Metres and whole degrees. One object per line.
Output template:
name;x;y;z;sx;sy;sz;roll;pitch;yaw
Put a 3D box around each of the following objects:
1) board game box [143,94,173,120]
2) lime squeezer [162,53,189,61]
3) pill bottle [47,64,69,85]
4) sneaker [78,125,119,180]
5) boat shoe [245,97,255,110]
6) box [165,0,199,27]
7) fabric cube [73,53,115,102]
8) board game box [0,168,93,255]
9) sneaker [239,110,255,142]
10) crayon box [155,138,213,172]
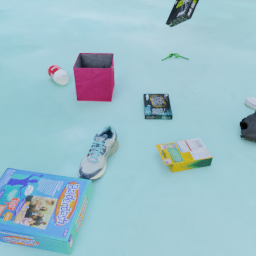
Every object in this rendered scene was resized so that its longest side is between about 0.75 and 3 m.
board game box;1.279;-0.974;12.331;1.184;0.246;1.750;1;38;1
lime squeezer;2.758;-4.209;16.467;1.614;0.304;0.570;-2;38;-3
pill bottle;-3.518;-2.688;14.142;0.735;0.735;1.309;-22;43;-26
sneaker;-1.040;0.736;9.499;0.905;1.007;2.333;12;39;14
boat shoe;6.209;-1.113;12.105;2.107;0.736;0.747;18;41;22
box;2.459;-5.334;12.072;0.413;1.679;1.738;27;-1;-21
fabric cube;-1.495;-2.358;12.948;1.693;1.687;1.661;1;37;2
board game box;-2.597;2.222;7.898;2.743;0.617;2.086;7;38;9
sneaker;4.932;-0.248;11.000;0.971;0.813;2.140;11;37;23
crayon box;1.891;0.938;9.707;1.703;0.439;1.071;-8;38;-11
